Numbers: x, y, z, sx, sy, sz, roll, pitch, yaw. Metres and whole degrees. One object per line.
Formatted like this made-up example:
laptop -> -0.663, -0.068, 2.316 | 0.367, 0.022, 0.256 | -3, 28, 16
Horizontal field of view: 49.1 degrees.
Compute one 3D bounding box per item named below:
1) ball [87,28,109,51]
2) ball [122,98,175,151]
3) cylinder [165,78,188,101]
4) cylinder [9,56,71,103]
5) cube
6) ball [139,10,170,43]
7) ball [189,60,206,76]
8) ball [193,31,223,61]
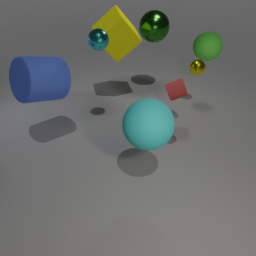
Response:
ball -> -0.969, -2.882, 9.140 | 0.700, 0.700, 0.700 | 0, 32, 0
ball -> 0.542, -0.091, 7.533 | 1.400, 1.400, 1.400 | 0, 32, 0
cylinder -> 1.894, -1.496, 10.914 | 0.700, 0.700, 0.700 | -19, 29, 14
cylinder -> -2.766, -1.539, 8.832 | 1.400, 1.400, 1.400 | 27, 27, 36
cube -> -0.488, -3.960, 11.795 | 1.400, 1.400, 1.400 | -37, 41, 17
ball -> 1.197, -4.617, 12.759 | 1.400, 1.400, 1.400 | 0, 32, 0
ball -> 3.042, -2.638, 12.256 | 0.700, 0.700, 0.700 | 0, 32, 0
ball -> 1.945, -1.994, 6.839 | 0.700, 0.700, 0.700 | 0, 32, 0
